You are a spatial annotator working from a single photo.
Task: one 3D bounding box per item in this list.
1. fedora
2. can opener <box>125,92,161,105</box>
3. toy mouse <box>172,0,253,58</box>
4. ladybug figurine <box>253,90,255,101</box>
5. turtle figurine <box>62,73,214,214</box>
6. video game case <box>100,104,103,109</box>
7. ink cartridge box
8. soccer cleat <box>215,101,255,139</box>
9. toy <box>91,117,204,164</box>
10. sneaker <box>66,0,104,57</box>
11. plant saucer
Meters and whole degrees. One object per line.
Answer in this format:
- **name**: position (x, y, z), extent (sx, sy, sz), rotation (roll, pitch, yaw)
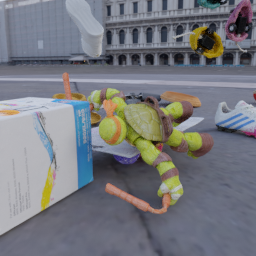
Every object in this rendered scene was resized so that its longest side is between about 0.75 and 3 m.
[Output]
- **fedora**: position (-1.850, -0.615, 8.830), extent (2.156, 0.879, 2.156), rotation (1, 16, 0)
- **can opener**: position (0.612, -1.172, 12.419), extent (2.181, 0.729, 0.582), rotation (0, -14, -41)
- **toy mouse**: position (1.695, -2.067, 4.993), extent (1.872, 1.664, 0.362), rotation (14, 14, -33)
- **ladybug figurine**: position (6.333, -1.430, 12.812), extent (1.054, 0.558, 1.552), rotation (15, 1, -7)
- **turtle figurine**: position (0.291, -0.100, 4.555), extent (2.315, 0.925, 2.871), rotation (-2, 42, -44)
- **video game case**: position (-2.283, -0.931, 11.797), extent (1.984, 0.227, 1.805), rotation (9, 16, 35)
- **ink cartridge box**: position (-1.572, 0.336, 3.876), extent (1.348, 1.324, 1.831), rotation (7, 15, 28)
- **soccer cleat**: position (3.254, -0.241, 7.374), extent (2.056, 0.887, 0.718), rotation (13, 18, 41)
- **toy**: position (0.248, 0.247, 5.736), extent (1.640, 0.672, 2.848), rotation (7, 20, 36)
- **sneaker**: position (-1.286, -2.857, 8.094), extent (0.679, 1.064, 1.842), rotation (-20, 63, -19)
- **plant saucer**: position (2.390, -1.344, 12.613), extent (1.851, 0.346, 1.851), rotation (11, 14, -3)
